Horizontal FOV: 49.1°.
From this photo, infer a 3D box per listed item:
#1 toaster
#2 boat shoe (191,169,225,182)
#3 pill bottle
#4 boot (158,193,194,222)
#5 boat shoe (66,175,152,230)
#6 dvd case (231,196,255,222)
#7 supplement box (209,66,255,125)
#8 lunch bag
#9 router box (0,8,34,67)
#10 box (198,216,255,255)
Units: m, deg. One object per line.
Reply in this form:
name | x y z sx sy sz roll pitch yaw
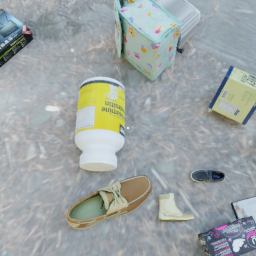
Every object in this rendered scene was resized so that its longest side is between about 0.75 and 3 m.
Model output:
toaster | 1.686 -4.218 11.173 2.579 1.466 1.666 39 70 16
boat shoe | 2.666 1.579 9.304 1.142 0.356 0.426 3 68 3
pill bottle | -0.912 -0.103 9.312 1.613 1.613 2.880 0 68 0
boot | 1.515 2.510 8.893 1.108 0.403 0.861 0 64 3
boat shoe | -0.555 2.283 8.619 2.850 1.052 1.078 -26 69 -10
dvd case | 3.919 2.884 8.882 0.896 0.110 1.256 -13 68 -6
supplement box | 3.828 -1.129 9.737 1.407 1.409 0.946 28 43 12
lunch bag | 0.431 -3.473 10.374 2.716 2.314 1.656 42 73 16
router box | -5.231 -3.581 11.310 1.657 0.687 2.212 36 72 14
box | 2.982 3.277 8.176 1.546 1.022 0.887 -19 68 -2
